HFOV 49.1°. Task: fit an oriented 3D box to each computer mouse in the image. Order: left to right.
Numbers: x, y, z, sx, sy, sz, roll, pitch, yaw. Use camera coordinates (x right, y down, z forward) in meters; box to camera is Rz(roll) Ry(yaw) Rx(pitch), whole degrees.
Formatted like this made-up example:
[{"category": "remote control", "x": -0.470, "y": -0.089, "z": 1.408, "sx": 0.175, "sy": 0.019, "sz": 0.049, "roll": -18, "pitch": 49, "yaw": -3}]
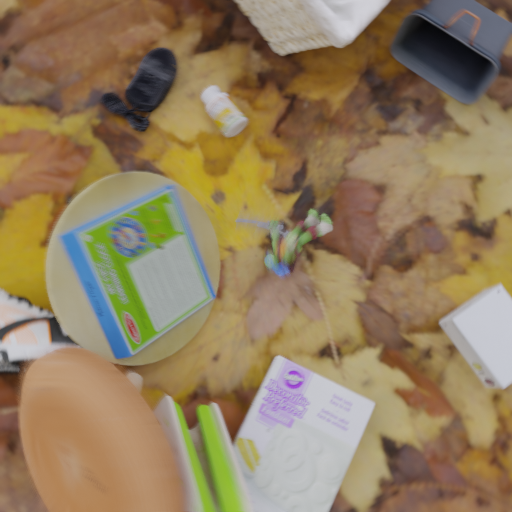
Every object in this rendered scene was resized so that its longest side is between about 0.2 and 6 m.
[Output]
[{"category": "computer mouse", "x": -1.702, "y": -2.637, "z": 8.755, "sx": 0.914, "sy": 0.348, "sz": 1.319, "roll": 37, "pitch": 91, "yaw": 9}]

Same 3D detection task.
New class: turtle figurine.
[{"category": "turtle figurine", "x": 0.464, "y": -0.384, "z": 7.978, "sx": 1.066, "sy": 0.791, "sz": 1.100, "roll": -32, "pitch": 86, "yaw": -16}]

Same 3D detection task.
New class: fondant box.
[{"category": "fondant box", "x": 0.486, "y": 2.560, "z": 7.519, "sx": 1.453, "sy": 0.587, "sz": 2.015, "roll": 26, "pitch": 78, "yaw": 5}]

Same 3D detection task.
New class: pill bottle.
[{"category": "pill bottle", "x": -0.511, "y": -2.229, "z": 8.600, "sx": 0.413, "sy": 0.413, "sz": 0.744, "roll": -35, "pitch": 80, "yaw": -7}]

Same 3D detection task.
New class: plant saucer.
[{"category": "plant saucer", "x": -1.923, "y": 2.392, "z": 6.420, "sx": 0.441, "sy": 2.735, "sz": 2.735, "roll": -23, "pitch": 75, "yaw": -49}]

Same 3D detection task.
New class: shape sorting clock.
[{"category": "shape sorting clock", "x": -1.527, "y": 0.168, "z": 7.416, "sx": 0.498, "sy": 2.537, "sz": 2.537, "roll": 0, "pitch": 74, "yaw": 45}]

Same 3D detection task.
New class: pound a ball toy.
[{"category": "pound a ball toy", "x": -1.042, "y": 2.498, "z": 6.908, "sx": 1.311, "sy": 2.010, "sz": 0.854, "roll": 18, "pitch": 114, "yaw": -32}]

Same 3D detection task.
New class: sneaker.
[{"category": "sneaker", "x": -3.166, "y": 0.998, "z": 7.606, "sx": 2.983, "sy": 1.100, "sz": 1.193, "roll": 3, "pitch": 64, "yaw": -6}]

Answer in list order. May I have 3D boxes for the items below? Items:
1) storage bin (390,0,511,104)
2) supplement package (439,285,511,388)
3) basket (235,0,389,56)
[{"category": "storage bin", "x": 3.093, "y": -3.357, "z": 8.550, "sx": 1.603, "sy": 1.167, "sz": 1.077, "roll": 35, "pitch": 70, "yaw": 7}, {"category": "supplement package", "x": 3.299, "y": 1.128, "z": 7.796, "sx": 0.872, "sy": 0.621, "sz": 1.119, "roll": -33, "pitch": 80, "yaw": -7}, {"category": "basket", "x": 0.808, "y": -4.574, "z": 7.838, "sx": 2.493, "sy": 2.005, "sz": 2.470, "roll": -49, "pitch": 117, "yaw": -7}]
